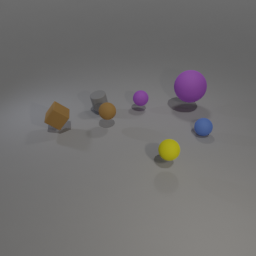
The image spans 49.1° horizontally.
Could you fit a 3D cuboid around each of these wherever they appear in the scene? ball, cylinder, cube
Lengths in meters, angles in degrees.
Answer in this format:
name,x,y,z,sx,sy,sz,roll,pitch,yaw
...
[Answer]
name,x,y,z,sx,sy,sz,roll,pitch,yaw
ball,1.326,0.704,9.022,0.700,0.700,0.700,0,32,0
ball,2.943,-0.043,10.922,0.700,0.700,0.700,0,32,0
ball,2.713,-1.812,12.203,1.400,1.400,1.400,0,32,0
ball,-0.821,-0.671,11.157,0.700,0.700,0.700,0,32,0
cylinder,-1.255,-1.189,12.322,0.700,0.700,0.700,-8,39,6
cube,-2.780,-0.483,11.002,0.700,0.700,0.700,30,24,-27
ball,0.570,-1.333,12.524,0.700,0.700,0.700,0,32,0
